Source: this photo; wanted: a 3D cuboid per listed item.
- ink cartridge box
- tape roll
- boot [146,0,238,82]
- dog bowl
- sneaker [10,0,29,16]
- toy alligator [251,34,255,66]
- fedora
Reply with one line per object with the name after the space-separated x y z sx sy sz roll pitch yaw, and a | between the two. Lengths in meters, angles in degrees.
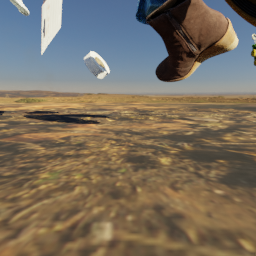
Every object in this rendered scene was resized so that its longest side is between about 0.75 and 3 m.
-2.587 -3.562 8.865 0.580 1.652 2.033 17 45 -1 | ink cartridge box
-1.348 -2.719 12.142 0.421 1.204 1.204 -37 -8 21 | tape roll
1.344 -2.519 8.056 2.475 1.076 2.975 22 -30 -38 | boot
1.009 -3.649 7.581 1.440 0.640 2.584 -3 -6 -9 | dog bowl
-3.668 -4.217 9.572 0.298 0.289 0.817 -8 -28 20 | sneaker
4.579 -2.625 9.885 0.498 1.504 0.361 1 -24 -11 | toy alligator
2.102 -2.759 4.711 0.946 2.319 2.319 -38 -3 14 | fedora
